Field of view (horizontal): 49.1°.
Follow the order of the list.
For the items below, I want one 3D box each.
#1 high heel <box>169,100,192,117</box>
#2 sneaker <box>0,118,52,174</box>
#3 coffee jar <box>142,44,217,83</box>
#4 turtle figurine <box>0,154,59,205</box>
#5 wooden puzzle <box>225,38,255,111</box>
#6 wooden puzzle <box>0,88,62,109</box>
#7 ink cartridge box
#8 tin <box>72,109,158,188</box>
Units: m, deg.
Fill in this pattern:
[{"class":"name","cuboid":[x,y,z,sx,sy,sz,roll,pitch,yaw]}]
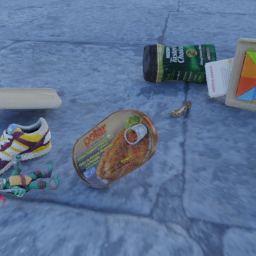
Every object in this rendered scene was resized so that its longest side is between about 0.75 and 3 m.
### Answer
[{"class":"high heel","cuboid":[1.742,-0.674,9.350,0.783,0.558,0.280,-8,42,-12]},{"class":"sneaker","cuboid":[-3.122,0.443,7.205,2.324,1.047,0.871,-26,41,-36]},{"class":"coffee jar","cuboid":[2.057,-2.643,11.468,2.926,1.248,1.526,0,68,1]},{"class":"turtle figurine","cuboid":[-2.326,1.129,6.149,1.457,0.734,1.091,3,46,-38]},{"class":"wooden puzzle","cuboid":[4.432,-1.541,8.914,2.232,2.412,0.449,13,34,20]},{"class":"wooden puzzle","cuboid":[-3.403,-0.963,9.471,2.079,0.419,2.248,-2,19,-18]},{"class":"ink cartridge box","cuboid":[3.689,-1.821,10.017,1.670,1.210,0.701,-8,-1,18]},{"class":"tin","cuboid":[-0.343,0.467,6.329,1.291,2.306,0.483,57,31,3]}]
